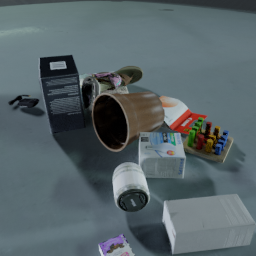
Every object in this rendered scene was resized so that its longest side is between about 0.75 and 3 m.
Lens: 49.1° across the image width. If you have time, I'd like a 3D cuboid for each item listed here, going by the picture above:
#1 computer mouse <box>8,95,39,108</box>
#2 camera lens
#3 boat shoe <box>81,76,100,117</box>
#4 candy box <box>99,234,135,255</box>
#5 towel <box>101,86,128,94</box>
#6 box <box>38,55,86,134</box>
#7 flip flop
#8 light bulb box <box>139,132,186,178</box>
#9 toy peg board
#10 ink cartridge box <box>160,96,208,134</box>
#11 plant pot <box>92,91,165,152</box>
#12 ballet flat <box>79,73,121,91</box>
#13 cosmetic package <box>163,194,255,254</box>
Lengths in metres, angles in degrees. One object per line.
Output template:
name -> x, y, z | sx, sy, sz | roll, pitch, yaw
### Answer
computer mouse -> -4.641, -1.219, 12.937 | 1.486, 0.342, 1.043 | 1, 29, 14
camera lens -> 0.064, 1.652, 7.806 | 0.944, 0.944, 1.181 | -4, 32, -6
boat shoe -> -1.684, -1.530, 12.256 | 0.829, 0.706, 2.479 | -34, 50, 21
candy box -> -0.233, 2.921, 6.436 | 0.647, 0.276, 0.771 | -15, 35, -22
towel -> -0.591, -1.456, 13.256 | 1.367, 0.356, 2.062 | -3, 31, -6
box -> -2.680, -1.436, 11.334 | 1.478, 2.344, 2.384 | -8, 33, -13
flip flop -> -0.512, -2.435, 14.216 | 2.723, 1.104, 0.784 | -11, 47, -13
light bulb box -> 1.056, 0.863, 9.105 | 1.406, 0.877, 1.394 | 1, 33, 1
toy peg board -> 2.899, 0.327, 10.067 | 1.533, 0.753, 1.539 | 17, 37, 25
ink cartridge box -> 1.917, -0.593, 11.602 | 2.249, 0.564, 1.824 | 15, 35, 33
plant pot -> 0.118, -0.417, 10.252 | 2.061, 2.081, 2.081 | -17, 36, -37
ballet flat -> -1.673, -2.096, 13.421 | 2.733, 0.945, 0.973 | -1, 37, 21
cosmetic package -> 1.915, 2.324, 6.873 | 1.966, 0.887, 1.050 | -5, 32, -3
